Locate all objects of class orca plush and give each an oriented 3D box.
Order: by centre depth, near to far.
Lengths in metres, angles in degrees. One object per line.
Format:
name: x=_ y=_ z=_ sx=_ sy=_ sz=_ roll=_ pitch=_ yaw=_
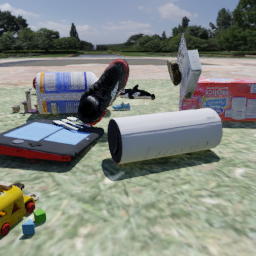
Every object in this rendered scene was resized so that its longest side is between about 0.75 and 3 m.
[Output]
orca plush: x=0.495 y=-1.894 z=14.439 sx=1.891 sy=0.672 sz=0.995 roll=11 pitch=21 yaw=31

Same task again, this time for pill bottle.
pill bottle: x=-2.141 y=-1.454 z=11.465 sx=2.975 sy=1.667 sz=1.667 roll=-3 pitch=18 yaw=-11

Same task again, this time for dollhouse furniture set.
dollhouse furniture set: x=-4.126 y=-1.313 z=12.035 sx=1.148 sy=1.029 sz=1.449 roll=4 pitch=18 yaw=11

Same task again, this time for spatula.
spatula: x=-1.718 y=-0.152 z=8.753 sx=1.077 sy=0.086 sz=0.749 roll=18 pitch=20 yaw=37

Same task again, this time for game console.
game console: x=-2.176 y=0.247 z=7.966 sx=2.404 sy=0.422 sz=2.718 roll=4 pitch=15 yaw=13

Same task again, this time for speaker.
speaker: x=0.934 y=0.175 z=7.209 sx=2.850 sy=1.157 sz=1.157 roll=-7 pitch=19 yaw=-20

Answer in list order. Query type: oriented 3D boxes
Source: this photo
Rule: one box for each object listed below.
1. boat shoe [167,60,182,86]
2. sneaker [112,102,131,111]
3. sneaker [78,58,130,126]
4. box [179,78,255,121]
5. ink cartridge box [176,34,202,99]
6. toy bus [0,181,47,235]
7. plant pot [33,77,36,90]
boat shoe: x=1.396 y=-1.716 z=8.599 sx=0.360 sy=1.004 sz=0.382 roll=-38 pitch=55 yaw=-11
sneaker: x=-0.289 y=-0.956 z=12.023 sx=0.798 sy=0.359 sz=0.313 roll=-4 pitch=18 yaw=-11
sneaker: x=-0.808 y=-1.116 z=8.955 sx=0.898 sy=2.540 sz=1.241 roll=36 pitch=9 yaw=2
box: x=3.464 y=-1.129 z=10.780 sx=2.873 sy=1.474 sz=1.360 roll=0 pitch=17 yaw=5
ink cartridge box: x=1.834 y=-1.869 z=8.659 sx=0.343 sy=1.367 sz=1.575 roll=-4 pitch=-24 yaw=-1
toy bus: x=-2.049 y=1.235 z=4.691 sx=1.179 sy=0.646 sz=1.250 roll=-8 pitch=20 yaw=-23
plant pot: x=-4.688 y=-2.404 z=15.609 sx=0.990 sy=0.990 sz=0.901 roll=-14 pitch=30 yaw=-38
